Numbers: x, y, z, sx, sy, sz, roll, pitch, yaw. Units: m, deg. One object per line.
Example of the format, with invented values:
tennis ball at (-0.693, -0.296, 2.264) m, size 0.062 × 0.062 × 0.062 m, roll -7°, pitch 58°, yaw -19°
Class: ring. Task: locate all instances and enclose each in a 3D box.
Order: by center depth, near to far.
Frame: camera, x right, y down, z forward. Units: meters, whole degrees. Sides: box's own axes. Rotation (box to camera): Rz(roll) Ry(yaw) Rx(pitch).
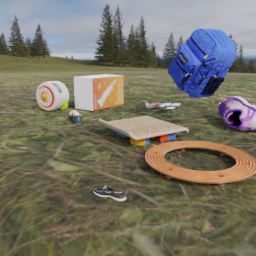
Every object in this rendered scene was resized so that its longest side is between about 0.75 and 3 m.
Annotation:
ring at (1.968, 0.919, 7.788) m, size 3.004 × 0.288 × 3.004 m, roll -1°, pitch 15°, yaw 0°

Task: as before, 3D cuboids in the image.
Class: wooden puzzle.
wooden puzzle at (0.525, 0.084, 10.441) m, size 2.610 × 0.604 × 2.418 m, roll -4°, pitch 15°, yaw -33°

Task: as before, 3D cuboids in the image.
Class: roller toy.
roller toy at (-4.166, -1.745, 15.270) m, size 1.726 × 1.575 × 1.206 m, roll 7°, pitch 16°, yaw 26°

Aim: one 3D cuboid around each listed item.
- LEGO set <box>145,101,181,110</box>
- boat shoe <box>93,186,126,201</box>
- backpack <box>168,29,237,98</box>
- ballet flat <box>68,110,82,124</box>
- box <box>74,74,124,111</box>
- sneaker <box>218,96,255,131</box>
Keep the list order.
LEGO set at (1.988, -1.368, 16.075) m, size 1.543 × 0.507 × 2.066 m, roll 4°, pitch 15°, yaw 27°
boat shoe at (-0.403, 1.375, 6.101) m, size 0.790 × 0.238 × 0.292 m, roll 8°, pitch 17°, yaw 29°
backpack at (3.076, -2.727, 11.632) m, size 2.156 × 2.569 × 2.088 m, roll -10°, pitch 55°, yaw -33°
ballet flat at (-2.432, -0.556, 12.944) m, size 0.518 × 0.518 × 1.418 m, roll -7°, pitch 16°, yaw -24°
box at (-1.619, -2.133, 16.293) m, size 1.409 × 1.798 × 2.891 m, roll 10°, pitch 18°, yaw 33°
sneaker at (4.532, -0.570, 11.858) m, size 1.314 × 1.195 × 2.972 m, roll -11°, pitch 18°, yaw -10°
